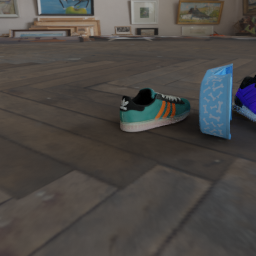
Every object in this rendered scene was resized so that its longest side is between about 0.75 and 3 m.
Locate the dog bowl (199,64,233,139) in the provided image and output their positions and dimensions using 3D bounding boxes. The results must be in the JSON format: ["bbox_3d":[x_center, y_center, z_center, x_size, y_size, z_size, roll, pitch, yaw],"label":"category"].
[{"bbox_3d":[2.299,-0.737,7.157,0.679,1.527,2.739,1,23,22],"label":"dog bowl"}]

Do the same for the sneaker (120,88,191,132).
[{"bbox_3d":[0.824,-0.631,7.541,2.418,0.966,0.863,-17,25,-36],"label":"sneaker"}]

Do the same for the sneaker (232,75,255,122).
[{"bbox_3d":[3.645,-0.832,7.341,0.915,1.309,2.632,8,16,-13],"label":"sneaker"}]
